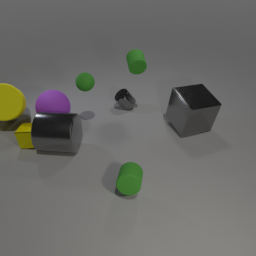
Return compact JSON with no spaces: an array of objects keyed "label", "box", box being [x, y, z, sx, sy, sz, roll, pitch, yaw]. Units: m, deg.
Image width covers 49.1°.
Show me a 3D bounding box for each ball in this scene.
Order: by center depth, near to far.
[{"label":"ball","box":[-1.578,-1.690,10.301,0.700,0.700,0.700,0,33,0]},{"label":"ball","box":[-3.062,-0.859,11.457,1.400,1.400,1.400,0,33,0]}]

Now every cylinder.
[{"label":"cylinder","box":[0.056,1.441,8.003,0.700,0.700,0.700,4,24,6]},{"label":"cylinder","box":[-2.473,0.145,9.886,1.400,1.400,1.400,3,33,5]},{"label":"cylinder","box":[0.321,-2.541,10.762,0.700,0.700,0.700,-5,51,-8]},{"label":"cylinder","box":[-4.832,-1.004,11.104,1.400,1.400,1.400,-10,6,-15]},{"label":"cylinder","box":[-0.128,-1.283,12.523,0.700,0.700,0.700,-23,46,25]}]

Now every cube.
[{"label":"cube","box":[-3.597,0.271,10.275,0.700,0.700,0.700,-3,31,10]},{"label":"cube","box":[2.502,-0.711,10.962,1.400,1.400,1.400,-11,46,-20]}]
